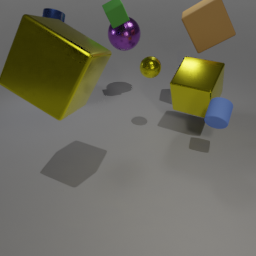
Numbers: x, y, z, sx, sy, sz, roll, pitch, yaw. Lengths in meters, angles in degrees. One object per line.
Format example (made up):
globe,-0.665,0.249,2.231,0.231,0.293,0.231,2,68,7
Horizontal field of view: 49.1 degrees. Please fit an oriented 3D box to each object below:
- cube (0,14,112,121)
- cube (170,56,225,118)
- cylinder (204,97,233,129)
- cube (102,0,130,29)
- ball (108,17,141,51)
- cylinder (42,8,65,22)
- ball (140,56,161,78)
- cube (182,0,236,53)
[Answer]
cube,-1.381,-1.223,5.587,1.400,1.400,1.400,31,21,1
cube,2.401,-1.399,9.683,1.400,1.400,1.400,18,60,25
cylinder,2.732,-0.445,8.433,0.700,0.700,0.700,14,64,23
cube,-0.456,-4.277,10.385,0.700,0.700,0.700,-26,46,7
ball,-0.163,-4.008,11.912,1.400,1.400,1.400,0,30,0
cylinder,-2.428,-3.395,9.053,0.700,0.700,0.700,10,4,-1
ball,0.721,-1.955,9.023,0.700,0.700,0.700,0,30,0
cube,2.884,-3.806,10.149,1.400,1.400,1.400,-23,23,24
